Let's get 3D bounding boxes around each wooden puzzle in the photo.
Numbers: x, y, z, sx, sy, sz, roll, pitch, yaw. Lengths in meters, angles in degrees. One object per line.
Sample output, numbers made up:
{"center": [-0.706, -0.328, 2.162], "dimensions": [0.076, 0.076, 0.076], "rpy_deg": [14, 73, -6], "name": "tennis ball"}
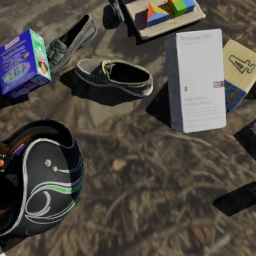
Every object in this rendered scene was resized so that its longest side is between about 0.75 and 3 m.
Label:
{"center": [1.218, -4.947, 10.697], "dimensions": [2.648, 0.662, 2.859], "rpy_deg": [-23, 71, -8], "name": "wooden puzzle"}

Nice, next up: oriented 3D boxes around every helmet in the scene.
{"center": [-2.492, 1.215, 7.226], "dimensions": [2.926, 2.789, 2.926], "rpy_deg": [0, 90, 21], "name": "helmet"}

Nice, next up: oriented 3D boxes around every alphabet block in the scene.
{"center": [3.326, -1.679, 9.075], "dimensions": [1.403, 1.395, 1.429], "rpy_deg": [35, 72, 10], "name": "alphabet block"}

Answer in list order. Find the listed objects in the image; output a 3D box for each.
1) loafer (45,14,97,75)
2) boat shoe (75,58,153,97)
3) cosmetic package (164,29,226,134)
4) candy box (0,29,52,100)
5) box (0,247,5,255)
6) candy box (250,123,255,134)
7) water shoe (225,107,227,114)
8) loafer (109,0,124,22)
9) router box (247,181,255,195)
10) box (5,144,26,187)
{"center": [-2.216, -3.006, 9.845], "dimensions": [0.967, 0.846, 2.690], "rpy_deg": [39, 75, 14], "name": "loafer"}
{"center": [-0.487, -1.859, 9.427], "dimensions": [2.782, 0.832, 0.994], "rpy_deg": [17, 70, 7], "name": "boat shoe"}
{"center": [1.334, -0.919, 5.582], "dimensions": [0.961, 0.700, 1.891], "rpy_deg": [-9, 101, -10], "name": "cosmetic package"}
{"center": [-3.496, -2.103, 9.330], "dimensions": [1.553, 0.707, 1.837], "rpy_deg": [-23, 69, 18], "name": "candy box"}
{"center": [-4.022, 3.515, 7.222], "dimensions": [1.249, 1.125, 2.220], "rpy_deg": [-36, 73, -12], "name": "box"}
{"center": [4.739, 0.132, 8.879], "dimensions": [1.034, 0.441, 1.233], "rpy_deg": [-33, 73, -12], "name": "candy box"}
{"center": [2.296, -0.603, 9.039], "dimensions": [1.689, 0.666, 0.604], "rpy_deg": [0, 69, 0], "name": "water shoe"}
{"center": [-0.444, -4.438, 10.695], "dimensions": [0.375, 0.429, 1.193], "rpy_deg": [-21, 62, 13], "name": "loafer"}
{"center": [3.845, 1.806, 8.065], "dimensions": [0.585, 0.781, 0.243], "rpy_deg": [34, 80, 13], "name": "router box"}
{"center": [-2.683, 1.108, 7.360], "dimensions": [0.497, 1.029, 0.905], "rpy_deg": [9, 53, 51], "name": "box"}
